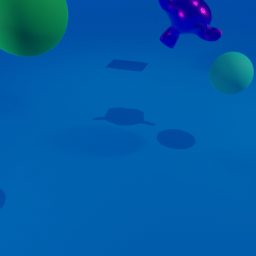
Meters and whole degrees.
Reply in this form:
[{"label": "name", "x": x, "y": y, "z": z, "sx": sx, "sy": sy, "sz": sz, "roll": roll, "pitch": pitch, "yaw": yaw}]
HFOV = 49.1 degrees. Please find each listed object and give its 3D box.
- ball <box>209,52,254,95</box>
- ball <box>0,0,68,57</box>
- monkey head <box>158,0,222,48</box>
[{"label": "ball", "x": 2.044, "y": -1.084, "z": 5.578, "sx": 0.836, "sy": 0.836, "sz": 0.836, "roll": 0, "pitch": 33, "yaw": 0}, {"label": "ball", "x": -1.055, "y": -1.173, "z": 2.832, "sx": 0.879, "sy": 0.879, "sz": 0.879, "roll": 0, "pitch": 33, "yaw": 0}, {"label": "monkey head", "x": 1.151, "y": -2.216, "z": 5.890, "sx": 1.546, "sy": 1.112, "sz": 0.932, "roll": 32, "pitch": 14, "yaw": -11}]
